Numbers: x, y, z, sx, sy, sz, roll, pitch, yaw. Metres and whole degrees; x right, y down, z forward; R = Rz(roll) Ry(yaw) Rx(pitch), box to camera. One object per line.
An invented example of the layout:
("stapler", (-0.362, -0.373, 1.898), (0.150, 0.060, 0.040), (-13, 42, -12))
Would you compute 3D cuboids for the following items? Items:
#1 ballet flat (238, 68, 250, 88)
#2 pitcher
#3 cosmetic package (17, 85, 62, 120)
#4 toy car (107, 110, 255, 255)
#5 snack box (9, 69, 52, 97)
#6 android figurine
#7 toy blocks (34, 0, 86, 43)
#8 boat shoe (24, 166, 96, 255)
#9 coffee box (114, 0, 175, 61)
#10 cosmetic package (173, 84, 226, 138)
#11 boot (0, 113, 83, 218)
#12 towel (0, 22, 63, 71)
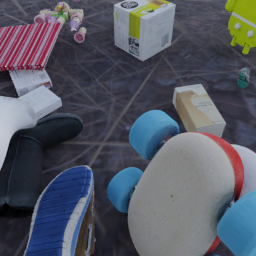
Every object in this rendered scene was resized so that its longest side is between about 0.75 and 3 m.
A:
("ballet flat", (3.536, -1.533, 8.462), (0.359, 0.999, 0.359), (-6, 72, 19))
("pitcher", (-3.440, 0.241, 5.661), (2.160, 1.526, 2.517), (20, 48, 6))
("cosmetic package", (-2.690, -0.677, 8.145), (0.912, 0.312, 1.209), (35, 55, 30))
("toy car", (1.649, 1.276, 5.408), (2.938, 2.599, 2.708), (0, 32, -40))
("snack box", (-3.538, -2.158, 9.508), (1.055, 0.357, 2.936), (-21, 50, -18))
("android figurine", (4.363, -3.972, 9.522), (0.584, 2.843, 2.588), (-10, 47, -25))
("toy blocks", (-2.556, -4.010, 10.177), (1.796, 1.922, 1.618), (4, 41, 4))
("boat shoe", (-1.139, 1.959, 5.097), (1.057, 1.059, 2.926), (-11, 35, 17))
("coffee box", (0.556, -3.680, 10.108), (1.567, 1.569, 1.552), (-35, 56, -28))
("cosmetic package", (1.909, -0.444, 7.734), (0.871, 0.589, 1.657), (-10, 47, -9))
("boot", (-2.031, 0.794, 6.375), (1.979, 0.788, 2.401), (-12, 41, 6))
("towel", (-3.790, -2.679, 9.386), (2.957, 0.333, 2.139), (1, 58, 16))
